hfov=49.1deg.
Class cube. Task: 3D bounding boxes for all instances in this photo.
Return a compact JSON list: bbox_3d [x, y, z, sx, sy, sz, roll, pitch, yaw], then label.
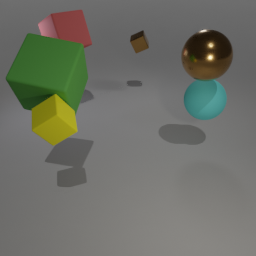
[{"bbox_3d":[-1.639,-0.172,6.236,0.700,0.700,0.700,-29,47,13],"label":"cube"},{"bbox_3d":[-2.545,-3.809,11.358,1.400,1.400,1.400,-25,16,-34],"label":"cube"},{"bbox_3d":[0.570,-4.214,13.711,0.700,0.700,0.700,-18,37,19],"label":"cube"},{"bbox_3d":[-1.898,-1.245,6.973,1.400,1.400,1.400,12,65,3],"label":"cube"}]

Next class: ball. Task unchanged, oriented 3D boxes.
[{"bbox_3d":[2.197,-2.012,7.831,1.400,1.400,1.400,0,30,0],"label":"ball"},{"bbox_3d":[2.589,-0.967,9.441,1.400,1.400,1.400,0,30,0],"label":"ball"}]
